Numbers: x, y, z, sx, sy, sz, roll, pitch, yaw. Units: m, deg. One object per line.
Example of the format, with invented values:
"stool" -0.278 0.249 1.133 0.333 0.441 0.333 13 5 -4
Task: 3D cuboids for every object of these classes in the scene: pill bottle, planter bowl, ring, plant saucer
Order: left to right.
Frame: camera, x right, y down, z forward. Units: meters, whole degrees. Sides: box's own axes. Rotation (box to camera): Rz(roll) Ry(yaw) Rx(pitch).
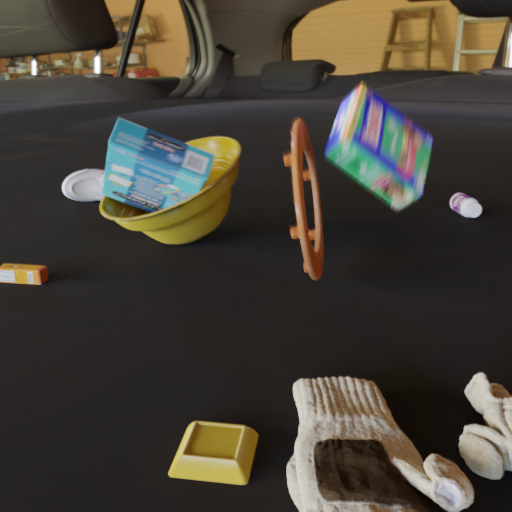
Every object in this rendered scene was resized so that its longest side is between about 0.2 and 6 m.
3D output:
"planter bowl" -1.463 -1.103 11.127 2.975 1.239 2.975 -18 32 12
"plant saucer" -0.383 1.793 5.253 0.730 0.177 0.730 3 19 8
"ring" 0.763 -0.863 8.791 0.241 2.513 2.513 -6 18 13
"pill bottle" 4.898 -1.163 13.055 0.458 0.458 0.815 -3 20 -7

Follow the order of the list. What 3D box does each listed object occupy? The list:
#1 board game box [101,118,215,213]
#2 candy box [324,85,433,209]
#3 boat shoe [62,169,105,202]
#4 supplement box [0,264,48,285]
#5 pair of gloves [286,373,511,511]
"board game box" -1.888 -1.480 10.326 1.715 0.533 2.272 20 -21 -12
"candy box" 1.920 -1.686 8.656 1.534 0.591 1.297 31 55 -15
"boat shoe" -3.713 -1.751 14.290 2.283 0.822 0.750 -2 14 -30
"supplement box" -3.882 0.301 9.281 0.784 0.270 0.261 5 20 9
"pair of gloves" 1.810 1.754 4.837 3.071 0.538 2.611 3 20 5
